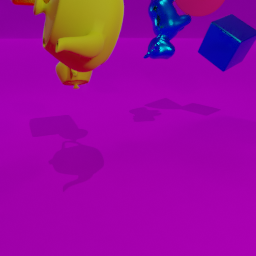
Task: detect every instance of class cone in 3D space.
[{"bbox_3d":[1.788,-3.457,7.072,1.291,1.291,1.296,3,18,9],"label":"cone"}]

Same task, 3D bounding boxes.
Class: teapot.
[{"bbox_3d":[-1.029,-1.039,5.413,0.705,0.555,1.134,-6,-2,-10],"label":"teapot"},{"bbox_3d":[-0.635,-1.284,3.358,0.949,1.206,1.939,11,37,-26],"label":"teapot"}]

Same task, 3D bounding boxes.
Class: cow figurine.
[{"bbox_3d":[0.753,-2.255,6.335,1.322,1.344,0.737,-32,6,-10],"label":"cow figurine"}]

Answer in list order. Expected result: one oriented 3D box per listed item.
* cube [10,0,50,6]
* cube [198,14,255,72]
[{"bbox_3d":[-1.449,-2.666,4.718,1.086,1.086,1.086,-7,28,-22],"label":"cube"},{"bbox_3d":[2.558,-2.190,7.198,0.926,0.926,0.926,-30,64,-31],"label":"cube"}]
